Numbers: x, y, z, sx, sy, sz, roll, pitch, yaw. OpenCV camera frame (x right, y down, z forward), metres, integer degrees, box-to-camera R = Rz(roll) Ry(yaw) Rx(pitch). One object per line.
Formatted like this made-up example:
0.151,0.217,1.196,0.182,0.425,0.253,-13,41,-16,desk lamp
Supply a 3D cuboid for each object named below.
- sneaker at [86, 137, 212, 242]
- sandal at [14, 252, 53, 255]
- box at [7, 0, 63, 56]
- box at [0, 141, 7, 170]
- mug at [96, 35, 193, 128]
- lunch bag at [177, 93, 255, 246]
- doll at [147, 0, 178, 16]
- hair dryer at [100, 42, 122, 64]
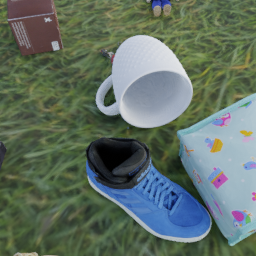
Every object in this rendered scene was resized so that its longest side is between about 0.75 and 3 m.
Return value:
0.375,1.166,5.582,2.898,1.612,1.112,29,60,18,sneaker
-2.040,2.679,5.067,2.332,0.767,0.855,2,56,2,sandal
-2.931,-3.430,8.870,1.346,1.360,1.639,-12,57,-8,box
-4.268,1.123,6.322,2.527,0.456,1.806,-1,56,1,box
0.194,-1.213,7.295,2.421,1.787,2.122,-30,45,16,mug
2.793,0.663,5.812,2.837,1.730,2.417,-24,58,-5,lunch bag
1.280,-4.730,10.318,1.193,0.424,1.749,-4,49,7,doll
-0.153,-2.283,8.703,0.988,0.353,1.298,-31,62,-20,hair dryer
